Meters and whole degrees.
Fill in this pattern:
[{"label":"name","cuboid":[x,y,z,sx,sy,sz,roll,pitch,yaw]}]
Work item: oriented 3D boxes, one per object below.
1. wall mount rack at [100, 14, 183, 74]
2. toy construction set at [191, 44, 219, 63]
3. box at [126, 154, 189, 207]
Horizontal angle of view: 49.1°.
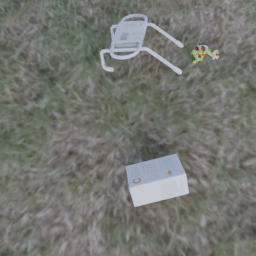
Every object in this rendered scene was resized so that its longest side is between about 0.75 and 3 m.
[{"label":"wall mount rack","cuboid":[0.442,-2.296,7.846,2.168,0.930,2.495,2,46,11]},{"label":"toy construction set","cuboid":[2.218,-2.182,8.228,0.397,0.861,0.564,-42,122,-31]},{"label":"box","cuboid":[0.735,1.343,7.298,1.430,0.890,0.697,-14,120,1]}]
